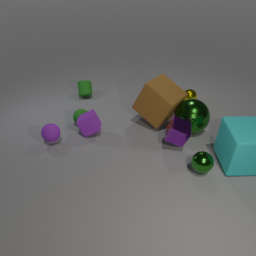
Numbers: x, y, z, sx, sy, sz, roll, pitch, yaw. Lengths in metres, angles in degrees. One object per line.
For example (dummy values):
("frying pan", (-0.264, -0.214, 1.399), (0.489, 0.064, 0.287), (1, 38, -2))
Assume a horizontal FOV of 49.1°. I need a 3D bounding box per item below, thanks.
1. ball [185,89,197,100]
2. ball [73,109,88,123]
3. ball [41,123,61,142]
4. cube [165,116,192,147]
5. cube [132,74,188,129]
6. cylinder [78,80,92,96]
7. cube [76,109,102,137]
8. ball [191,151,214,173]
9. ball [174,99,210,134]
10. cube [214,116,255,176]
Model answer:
("ball", (3.026, -1.554, 13.718), (0.700, 0.700, 0.700), (0, 30, 0))
("ball", (-1.960, -0.458, 11.787), (0.700, 0.700, 0.700), (0, 30, 0))
("ball", (-2.881, 0.172, 10.459), (0.700, 0.700, 0.700), (0, 30, 0))
("cube", (1.778, 0.123, 9.945), (0.700, 0.700, 0.700), (20, 46, -6))
("cube", (1.294, -1.112, 11.435), (1.400, 1.400, 1.400), (42, 43, 12))
("cylinder", (-2.186, -2.014, 14.268), (0.700, 0.700, 0.700), (-6, -2, 0))
("cube", (-1.526, -0.197, 11.057), (0.700, 0.700, 0.700), (-24, 24, 11))
("ball", (2.365, 1.086, 8.896), (0.700, 0.700, 0.700), (0, 30, 0))
("ball", (2.542, -0.462, 11.128), (1.400, 1.400, 1.400), (0, 30, 0))
("cube", (3.800, 0.574, 9.111), (1.400, 1.400, 1.400), (0, 38, -4))
